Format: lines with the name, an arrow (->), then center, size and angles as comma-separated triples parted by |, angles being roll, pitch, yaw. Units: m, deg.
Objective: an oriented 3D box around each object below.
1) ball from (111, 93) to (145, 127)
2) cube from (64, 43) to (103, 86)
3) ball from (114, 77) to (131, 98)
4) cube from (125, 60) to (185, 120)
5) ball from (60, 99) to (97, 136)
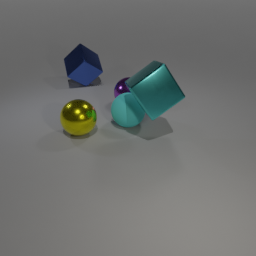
ball -> 0.010, -0.726, 11.336 | 1.400, 1.400, 1.400 | 0, 29, 0
cube -> -2.434, -3.400, 15.231 | 1.400, 1.400, 1.400 | 22, 42, -48
ball -> 0.044, -1.655, 13.012 | 1.400, 1.400, 1.400 | 0, 29, 0
cube -> 0.904, -1.361, 9.867 | 1.400, 1.400, 1.400 | -36, 20, 4
ball -> -1.887, -0.398, 10.702 | 1.400, 1.400, 1.400 | 0, 29, 0
